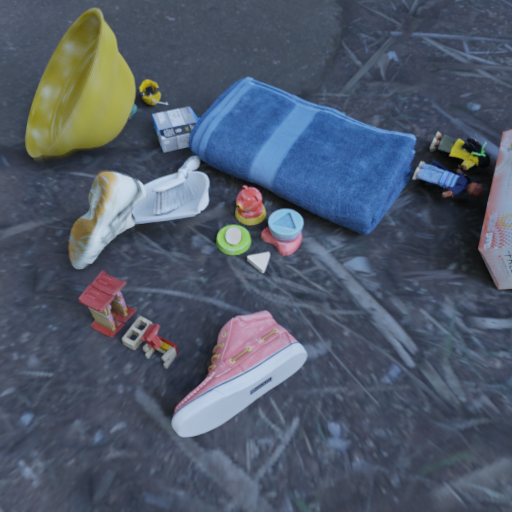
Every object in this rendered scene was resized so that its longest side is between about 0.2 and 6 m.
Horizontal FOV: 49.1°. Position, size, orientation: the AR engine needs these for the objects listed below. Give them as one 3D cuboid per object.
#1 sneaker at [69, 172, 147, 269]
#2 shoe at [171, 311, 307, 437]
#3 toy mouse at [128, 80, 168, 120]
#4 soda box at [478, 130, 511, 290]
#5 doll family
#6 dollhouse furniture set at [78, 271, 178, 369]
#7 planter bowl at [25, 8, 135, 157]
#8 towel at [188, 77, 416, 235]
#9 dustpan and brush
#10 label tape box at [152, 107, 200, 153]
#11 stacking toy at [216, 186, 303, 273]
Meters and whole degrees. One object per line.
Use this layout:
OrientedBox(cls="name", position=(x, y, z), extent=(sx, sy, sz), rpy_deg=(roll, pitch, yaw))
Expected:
OrientedBox(cls="sneaker", position=(-2.935, -0.585, 11.152), extent=(1.023, 2.335, 0.883), rpy_deg=(3, 45, -44))
OrientedBox(cls="shoe", position=(-0.491, 1.970, 9.749), extent=(2.679, 0.957, 1.218), rpy_deg=(-27, 55, -26))
OrientedBox(cls="toy mouse", position=(-3.466, -4.114, 14.765), extent=(1.860, 0.405, 2.092), rpy_deg=(-22, 53, -10))
OrientedBox(cls="soda box", position=(5.733, -1.160, 11.659), extent=(1.325, 1.231, 3.874), rpy_deg=(-9, 42, 41))
OrientedBox(cls="doll family", position=(4.606, -2.051, 12.883), extent=(1.485, 1.008, 2.570), rpy_deg=(27, 62, 15))
OrientedBox(cls="dollhouse furniture set", position=(-2.236, 1.159, 10.299), extent=(1.853, 0.997, 0.754), rpy_deg=(24, 56, 18))
OrientedBox(cls="planter bowl", position=(-3.906, -3.721, 13.182), extent=(1.515, 3.636, 3.636), rpy_deg=(23, 40, -38))
OrientedBox(cls="towel", position=(1.025, -2.446, 12.861), extent=(4.835, 1.173, 2.699), rpy_deg=(28, 60, 17))
OrientedBox(cls="dustpan and brush", position=(-1.739, -1.580, 12.438), extent=(2.051, 0.841, 2.939), rpy_deg=(-6, 19, 19))
OrientedBox(cls="label tape box", position=(-1.768, -3.227, 14.046), extent=(1.454, 0.481, 1.042), rpy_deg=(-16, 54, -10))
OrientedBox(cls="stacking toy", position=(0.036, -0.628, 11.855), extent=(1.739, 0.735, 1.575), rpy_deg=(30, 57, 22))
